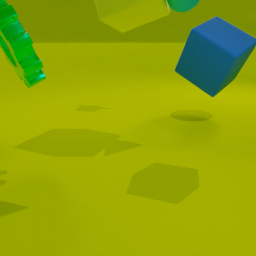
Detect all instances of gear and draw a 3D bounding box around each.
[{"bbox_3d":[-1.957,-1.478,4.677,0.307,1.658,1.658,-33,30,-18],"label":"gear"}]

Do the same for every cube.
[{"bbox_3d":[0.044,-3.272,6.584,1.385,1.385,1.385,-14,1,22],"label":"cube"},{"bbox_3d":[1.493,-1.231,4.817,0.861,0.861,0.861,40,52,19],"label":"cube"}]

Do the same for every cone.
[{"bbox_3d":[1.121,-3.085,6.104,0.848,0.848,0.851,9,8,24],"label":"cone"}]
